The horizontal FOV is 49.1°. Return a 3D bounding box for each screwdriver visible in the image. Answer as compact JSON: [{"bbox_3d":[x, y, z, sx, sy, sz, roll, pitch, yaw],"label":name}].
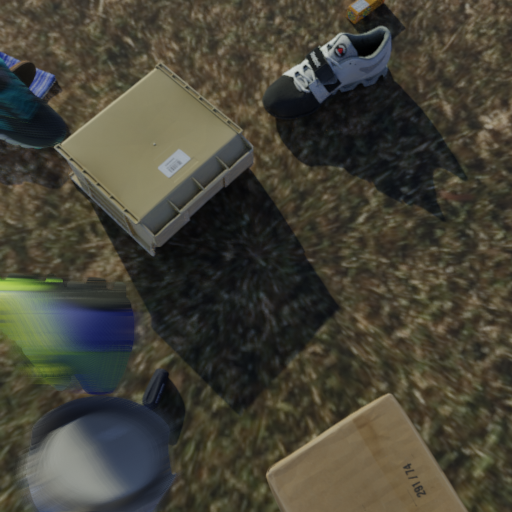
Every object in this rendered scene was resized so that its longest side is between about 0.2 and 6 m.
[{"bbox_3d":[-1.925,2.857,9.089,0.301,0.314,2.158,17,66,8],"label":"screwdriver"}]

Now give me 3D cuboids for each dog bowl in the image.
[{"bbox_3d":[-1.816,2.453,6.585,1.758,0.515,1.758,14,26,-7],"label":"dog bowl"}]

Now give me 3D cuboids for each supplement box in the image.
[{"bbox_3d":[2.424,-5.534,12.348,0.955,0.318,0.328,-38,76,-13],"label":"supplement box"}]

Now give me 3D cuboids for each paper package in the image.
[{"bbox_3d":[1.671,3.713,8.257,2.363,1.283,2.479,-29,71,-11],"label":"paper package"}]

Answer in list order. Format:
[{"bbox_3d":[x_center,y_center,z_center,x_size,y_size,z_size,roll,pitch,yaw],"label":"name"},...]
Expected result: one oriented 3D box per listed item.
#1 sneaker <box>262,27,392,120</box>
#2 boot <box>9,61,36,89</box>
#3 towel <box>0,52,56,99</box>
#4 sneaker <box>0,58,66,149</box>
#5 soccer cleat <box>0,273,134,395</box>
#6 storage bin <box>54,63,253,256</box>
[{"bbox_3d":[1.404,-3.782,11.179,2.898,1.283,1.074,-29,73,-9],"label":"sneaker"},{"bbox_3d":[-5.268,-3.327,11.256,0.704,0.686,1.865,42,84,20],"label":"boot"},{"bbox_3d":[-5.071,-3.624,11.686,1.478,0.176,1.070,25,72,9],"label":"towel"},{"bbox_3d":[-3.307,-2.082,7.148,0.934,2.049,0.795,2,66,49],"label":"sneaker"},{"bbox_3d":[-2.659,0.913,6.947,1.074,3.321,1.389,4,88,-44],"label":"soccer cleat"},{"bbox_3d":[-1.794,-1.778,10.423,2.600,1.228,2.619,42,74,14],"label":"storage bin"}]
